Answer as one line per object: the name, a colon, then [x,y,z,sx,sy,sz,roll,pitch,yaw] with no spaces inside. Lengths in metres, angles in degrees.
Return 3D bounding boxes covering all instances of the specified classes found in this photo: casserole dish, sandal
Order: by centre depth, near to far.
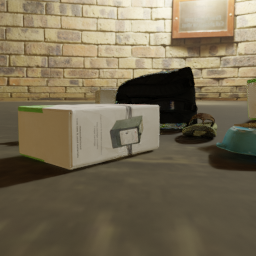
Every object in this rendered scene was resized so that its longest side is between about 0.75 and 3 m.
casserole dish: [2.057,0.194,3.817,1.619,0.314,0.981,5,5,11]
sandal: [1.542,-0.089,5.909,0.665,0.478,1.674,4,7,19]

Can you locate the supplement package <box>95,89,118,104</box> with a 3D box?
supplement package: [-0.926,-1.492,15.046,1.477,1.136,1.545,-2,5,-16]

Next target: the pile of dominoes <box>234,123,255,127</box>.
pile of dominoes: [3.814,0.047,6.297,2.022,0.413,2.595,-2,-1,-11]

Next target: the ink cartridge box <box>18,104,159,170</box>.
ink cartridge box: [-0.507,0.016,4.044,1.221,0.705,1.679,6,9,41]

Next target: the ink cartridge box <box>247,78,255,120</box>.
ink cartridge box: [3.564,-0.657,5.390,2.000,0.840,1.455,-8,4,-28]

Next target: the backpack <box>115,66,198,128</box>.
backpack: [0.631,-0.658,7.194,1.941,1.584,1.493,-8,-1,-8]
